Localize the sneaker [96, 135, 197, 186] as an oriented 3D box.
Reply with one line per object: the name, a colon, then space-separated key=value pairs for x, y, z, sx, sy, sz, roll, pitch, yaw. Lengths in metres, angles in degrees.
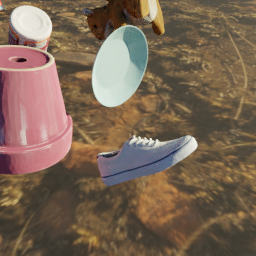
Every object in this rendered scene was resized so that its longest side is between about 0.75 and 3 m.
sneaker: x=0.244 y=0.458 z=4.974 sx=1.904 sy=0.674 sz=0.695 roll=-23 pitch=7 yaw=18

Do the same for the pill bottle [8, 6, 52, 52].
pill bottle: x=-2.281 y=-1.949 z=6.409 sx=0.853 sy=1.494 sz=0.853 roll=9 pitch=67 yaw=-22

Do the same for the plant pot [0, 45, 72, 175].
plant pot: x=-2.114 y=-0.474 z=5.379 sx=2.090 sy=1.871 sz=2.090 roll=7 pitch=31 yaw=-4

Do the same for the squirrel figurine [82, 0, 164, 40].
squirrel figurine: x=-0.261 y=-3.496 z=7.906 sx=2.001 sy=2.144 sz=1.517 roll=-7 pitch=2 yaw=29

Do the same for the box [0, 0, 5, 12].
box: x=-2.728 y=-1.597 z=4.209 sx=1.561 sy=0.271 sz=0.859 roll=-14 pitch=19 yaw=24

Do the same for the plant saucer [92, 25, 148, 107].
plant saucer: x=-0.235 y=-1.346 z=6.113 sx=0.345 sy=1.791 sz=1.791 roll=29 pitch=49 yaw=31
